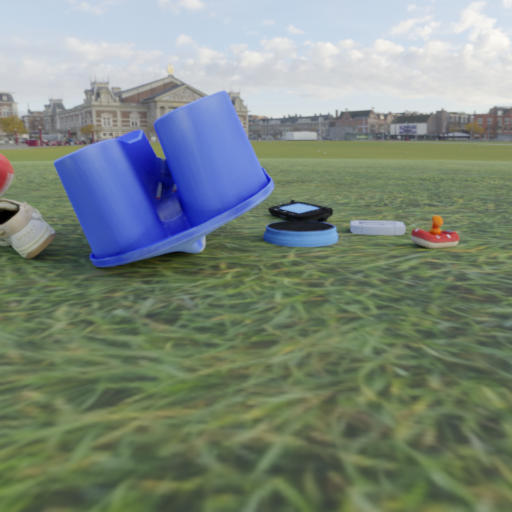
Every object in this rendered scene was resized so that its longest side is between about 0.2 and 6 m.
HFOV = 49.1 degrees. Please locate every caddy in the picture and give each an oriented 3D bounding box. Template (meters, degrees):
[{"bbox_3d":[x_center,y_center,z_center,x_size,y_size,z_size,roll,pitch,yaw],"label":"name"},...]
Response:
[{"bbox_3d":[-1.610,-1.351,11.057,3.637,2.700,5.145,-21,16,2],"label":"caddy"}]

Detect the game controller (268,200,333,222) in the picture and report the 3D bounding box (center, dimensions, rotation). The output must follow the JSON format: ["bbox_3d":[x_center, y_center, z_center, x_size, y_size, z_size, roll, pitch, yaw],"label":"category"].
[{"bbox_3d":[1.190,-1.230,15.441,1.096,0.442,2.100,-6,13,-25],"label":"game controller"}]

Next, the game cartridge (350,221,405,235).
[{"bbox_3d":[2.896,-0.671,13.429,1.274,0.260,0.848,2,9,9],"label":"game cartridge"}]

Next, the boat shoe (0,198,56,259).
[{"bbox_3d":[-4.971,-0.748,11.322,1.039,0.936,2.881,-47,36,-16],"label":"boat shoe"}]

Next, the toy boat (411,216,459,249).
[{"bbox_3d":[3.747,-0.518,11.741,0.998,0.653,0.652,-5,13,-20],"label":"toy boat"}]

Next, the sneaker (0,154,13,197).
[{"bbox_3d":[-7.185,-1.284,13.132,2.989,1.171,1.727,-31,19,14],"label":"sneaker"}]

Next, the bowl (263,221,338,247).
[{"bbox_3d":[0.995,-0.518,12.509,1.665,0.327,1.665,0,13,0],"label":"bowl"}]
